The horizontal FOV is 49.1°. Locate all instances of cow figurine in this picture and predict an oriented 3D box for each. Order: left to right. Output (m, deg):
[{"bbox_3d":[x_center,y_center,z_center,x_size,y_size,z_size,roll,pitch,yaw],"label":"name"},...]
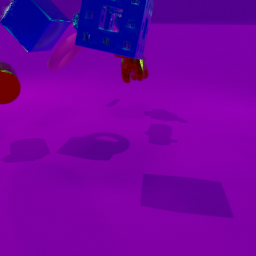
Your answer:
[{"bbox_3d":[0.093,-2.122,8.315,0.847,1.518,1.543,-6,14,20],"label":"cow figurine"}]

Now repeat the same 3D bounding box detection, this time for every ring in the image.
[{"bbox_3d":[-1.657,-2.084,7.690,1.404,0.281,1.404,-44,8,7],"label":"ring"}]

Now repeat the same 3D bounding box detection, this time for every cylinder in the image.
[{"bbox_3d":[-3.386,-1.210,7.437,0.923,0.923,0.923,-10,31,-24],"label":"cylinder"}]

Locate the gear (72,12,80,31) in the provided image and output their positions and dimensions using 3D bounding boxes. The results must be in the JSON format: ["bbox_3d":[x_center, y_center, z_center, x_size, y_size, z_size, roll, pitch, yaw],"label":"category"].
[{"bbox_3d":[-1.783,-4.015,11.130,0.201,1.089,1.089,-13,16,26],"label":"gear"}]

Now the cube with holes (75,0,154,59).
[{"bbox_3d":[-0.215,-2.024,5.404,1.129,1.129,1.129,14,15,6],"label":"cube with holes"}]

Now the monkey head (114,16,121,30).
[{"bbox_3d":[-0.095,-4.054,9.795,1.065,1.767,1.271,25,54,0],"label":"monkey head"}]

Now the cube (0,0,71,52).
[{"bbox_3d":[-2.383,-2.764,7.326,1.073,1.073,1.073,46,24,-1],"label":"cube"}]
